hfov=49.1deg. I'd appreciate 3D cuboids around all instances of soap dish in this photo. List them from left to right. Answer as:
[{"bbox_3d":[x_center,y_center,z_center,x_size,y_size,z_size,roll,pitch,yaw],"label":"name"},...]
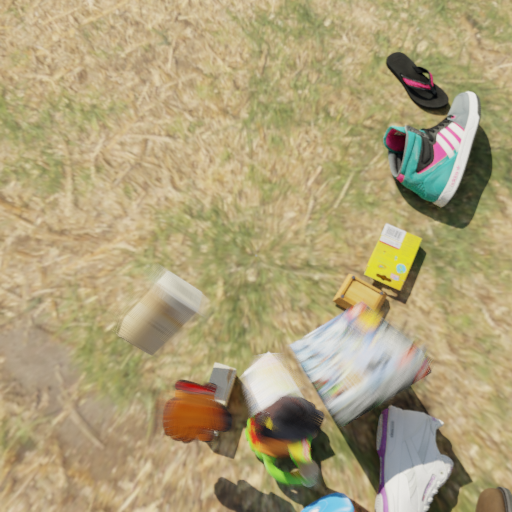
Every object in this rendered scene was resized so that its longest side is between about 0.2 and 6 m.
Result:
[{"bbox_3d":[2.059,0.821,11.059,0.876,0.356,0.689,31,71,11],"label":"soap dish"}]

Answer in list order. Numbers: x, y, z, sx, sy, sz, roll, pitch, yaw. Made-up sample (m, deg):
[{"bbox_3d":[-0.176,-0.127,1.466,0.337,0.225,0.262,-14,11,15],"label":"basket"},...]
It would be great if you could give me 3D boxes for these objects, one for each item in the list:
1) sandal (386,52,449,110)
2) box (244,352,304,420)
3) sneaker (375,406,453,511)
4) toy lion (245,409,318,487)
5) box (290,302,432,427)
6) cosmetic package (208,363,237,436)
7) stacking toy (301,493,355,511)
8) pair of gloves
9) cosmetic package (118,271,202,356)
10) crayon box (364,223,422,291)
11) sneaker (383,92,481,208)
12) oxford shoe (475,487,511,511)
[{"bbox_3d":[3.746,-4.152,13.103,0.720,0.432,1.918,-32,71,-12],"label":"sandal"},{"bbox_3d":[0.343,2.357,9.841,0.605,1.195,0.672,-40,116,2],"label":"box"},{"bbox_3d":[2.689,3.908,9.419,1.317,0.990,2.644,7,67,3],"label":"sneaker"},{"bbox_3d":[0.443,3.288,9.872,1.299,0.465,1.355,1,49,5],"label":"toy lion"},{"bbox_3d":[1.646,1.711,9.448,1.617,2.361,0.471,-31,108,-2],"label":"box"},{"bbox_3d":[-0.728,2.609,10.172,0.423,0.627,1.191,16,70,5],"label":"cosmetic package"},{"bbox_3d":[1.516,5.083,8.971,1.285,1.215,2.214,-34,82,-7],"label":"stacking toy"},{"bbox_3d":[-0.241,2.576,8.556,2.369,2.111,0.293,9,50,-7],"label":"pair of gloves"},{"bbox_3d":[-1.577,0.958,9.148,0.722,1.373,0.488,33,32,-18],"label":"cosmetic package"},{"bbox_3d":[2.754,0.057,11.395,0.805,0.322,1.269,25,69,10],"label":"crayon box"},{"bbox_3d":[3.681,-2.566,12.095,1.705,1.181,2.824,22,70,-1],"label":"sneaker"},{"bbox_3d":[3.202,5.080,8.841,1.357,1.169,3.216,25,70,11],"label":"oxford shoe"}]
